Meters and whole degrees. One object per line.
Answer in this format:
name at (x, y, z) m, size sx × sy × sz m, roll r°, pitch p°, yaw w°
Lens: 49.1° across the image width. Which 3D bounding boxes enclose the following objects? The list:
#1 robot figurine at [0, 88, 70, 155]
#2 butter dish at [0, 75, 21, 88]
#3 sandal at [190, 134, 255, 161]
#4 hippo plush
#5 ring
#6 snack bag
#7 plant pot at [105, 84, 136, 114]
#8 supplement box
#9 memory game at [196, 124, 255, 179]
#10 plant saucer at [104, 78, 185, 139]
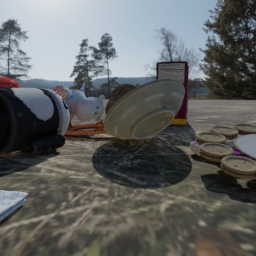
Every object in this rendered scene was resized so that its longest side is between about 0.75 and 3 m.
robot figurine at (-2.212, -0.204, 5.874) m, size 1.338 × 1.611 × 2.145 m, roll -13°, pitch -1°, yaw 33°
butter dish at (-4.016, -0.804, 7.261) m, size 2.986 × 2.207 × 2.978 m, roll -7°, pitch 9°, yaw -40°
sandal at (1.940, 0.356, 4.966) m, size 0.801 × 0.484 × 1.969 m, roll -7°, pitch 10°, yaw -44°
hippo plush at (-1.614, -0.591, 9.590) m, size 1.534 × 1.520 × 1.908 m, roll 24°, pitch 19°, yaw 20°
ring at (-0.885, -0.085, 8.779) m, size 2.867 × 0.275 × 2.867 m, roll -3°, pitch 6°, yaw 0°
snack bag at (-1.940, 0.829, 2.565) m, size 1.496 × 0.160 × 1.411 m, roll 1°, pitch 8°, yaw 10°
plant pot at (-0.253, -0.929, 11.803) m, size 1.597 × 1.597 × 1.393 m, roll 4°, pitch 25°, yaw 27°
supplement box at (1.790, -1.385, 11.208) m, size 1.221 × 2.366 × 1.549 m, roll 2°, pitch 7°, yaw 14°
memory game at (2.343, 0.380, 4.315) m, size 2.559 × 0.163 × 2.559 m, roll 2°, pitch 18°, yaw -1°
plant saucer at (0.508, -0.265, 6.825) m, size 2.199 × 0.552 × 2.199 m, roll -23°, pitch -24°, yaw -11°
